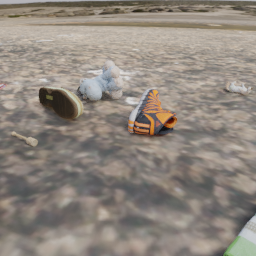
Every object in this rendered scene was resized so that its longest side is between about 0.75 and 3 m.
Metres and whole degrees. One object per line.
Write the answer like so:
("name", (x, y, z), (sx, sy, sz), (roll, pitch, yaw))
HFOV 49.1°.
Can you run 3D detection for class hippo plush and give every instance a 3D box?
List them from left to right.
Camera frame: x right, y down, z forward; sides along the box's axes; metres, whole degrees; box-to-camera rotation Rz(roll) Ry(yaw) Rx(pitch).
("hippo plush", (-1.215, -1.900, 11.411), (1.502, 1.488, 1.869), (-19, 39, -26))

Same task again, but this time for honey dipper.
("honey dipper", (-3.174, 0.296, 8.454), (1.170, 0.222, 0.222), (16, 31, 33))

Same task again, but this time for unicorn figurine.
("unicorn figurine", (4.955, -1.749, 12.380), (1.300, 0.480, 0.893), (-2, 33, 31))

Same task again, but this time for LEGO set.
("LEGO set", (-2.000, -1.770, 12.186), (2.062, 0.584, 1.339), (-11, 29, -22))

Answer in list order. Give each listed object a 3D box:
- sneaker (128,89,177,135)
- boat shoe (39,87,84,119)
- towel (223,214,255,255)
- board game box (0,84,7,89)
("sneaker", (0.998, -0.464, 9.369), (1.384, 0.958, 2.471), (12, 39, 14))
("boat shoe", (-2.301, -1.062, 10.447), (1.050, 0.988, 2.758), (-7, 25, -40))
("towel", (3.126, 2.040, 4.855), (2.564, 0.393, 1.912), (-24, 33, -36))
("board game box", (-6.078, -1.853, 12.907), (0.522, 0.099, 1.014), (4, 27, 6))
